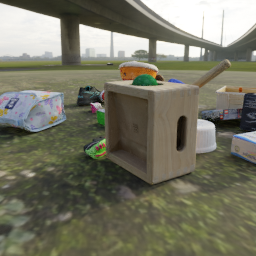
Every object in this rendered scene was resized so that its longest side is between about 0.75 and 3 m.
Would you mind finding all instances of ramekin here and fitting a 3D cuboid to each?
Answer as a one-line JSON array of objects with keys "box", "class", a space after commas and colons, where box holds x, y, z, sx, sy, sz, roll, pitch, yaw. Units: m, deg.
[{"box": [2.081, 0.209, 9.127, 1.578, 0.769, 1.578, 0, 15, 0], "class": "ramekin"}]

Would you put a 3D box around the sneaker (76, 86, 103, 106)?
[{"box": [-2.007, -2.023, 16.875, 1.023, 1.075, 2.712, 7, 15, 29], "class": "sneaker"}]

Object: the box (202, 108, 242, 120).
[{"box": [4.658, -0.624, 12.160, 2.356, 0.470, 1.613, -5, 1, -15], "class": "box"}]

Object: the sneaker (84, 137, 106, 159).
[{"box": [-0.708, 0.434, 8.590, 0.683, 0.626, 1.630, 15, 20, 33], "class": "sneaker"}]

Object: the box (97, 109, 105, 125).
[{"box": [-0.533, -0.453, 11.912, 1.124, 0.616, 1.273, -12, 18, -32], "class": "box"}]

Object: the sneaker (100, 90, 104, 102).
[{"box": [-0.380, -1.952, 16.903, 2.519, 0.897, 1.417, -11, 15, -42], "class": "sneaker"}]

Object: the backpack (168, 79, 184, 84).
[{"box": [2.132, -1.376, 13.055, 1.577, 1.628, 1.940, 35, 9, 8], "class": "backpack"}]

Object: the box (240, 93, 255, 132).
[{"box": [5.000, -0.565, 10.686, 0.744, 1.426, 1.055, -8, 18, -39], "class": "box"}]

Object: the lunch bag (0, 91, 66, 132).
[{"box": [-4.037, -0.732, 11.271, 2.038, 1.528, 2.404, 8, 23, 28], "class": "lunch bag"}]

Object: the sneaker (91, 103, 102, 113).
[{"box": [-1.615, -1.082, 14.454, 0.530, 0.488, 1.201, -6, 16, -12], "class": "sneaker"}]

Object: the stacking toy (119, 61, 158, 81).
[{"box": [0.370, -1.650, 12.754, 1.815, 2.484, 1.815, 6, -1, 0], "class": "stacking toy"}]

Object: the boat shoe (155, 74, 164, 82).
[{"box": [0.623, -1.918, 14.896, 2.897, 1.045, 0.941, -32, 10, 13], "class": "boat shoe"}]

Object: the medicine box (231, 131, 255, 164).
[{"box": [3.838, 0.558, 8.119, 1.197, 0.616, 1.091, -7, 16, -26], "class": "medicine box"}]

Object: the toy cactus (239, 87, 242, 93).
[{"box": [5.729, -1.362, 14.482, 1.719, 1.065, 2.084, -15, 30, -26], "class": "toy cactus"}]

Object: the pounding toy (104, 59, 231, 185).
[{"box": [0.866, -0.353, 7.268, 1.993, 2.803, 2.581, -10, 18, -33], "class": "pounding toy"}]

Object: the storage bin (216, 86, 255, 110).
[{"box": [5.962, -1.409, 14.415, 2.414, 1.140, 2.432, 8, 17, 28], "class": "storage bin"}]
